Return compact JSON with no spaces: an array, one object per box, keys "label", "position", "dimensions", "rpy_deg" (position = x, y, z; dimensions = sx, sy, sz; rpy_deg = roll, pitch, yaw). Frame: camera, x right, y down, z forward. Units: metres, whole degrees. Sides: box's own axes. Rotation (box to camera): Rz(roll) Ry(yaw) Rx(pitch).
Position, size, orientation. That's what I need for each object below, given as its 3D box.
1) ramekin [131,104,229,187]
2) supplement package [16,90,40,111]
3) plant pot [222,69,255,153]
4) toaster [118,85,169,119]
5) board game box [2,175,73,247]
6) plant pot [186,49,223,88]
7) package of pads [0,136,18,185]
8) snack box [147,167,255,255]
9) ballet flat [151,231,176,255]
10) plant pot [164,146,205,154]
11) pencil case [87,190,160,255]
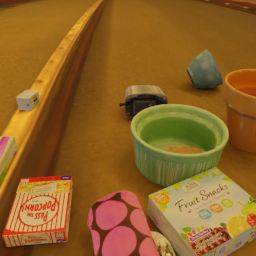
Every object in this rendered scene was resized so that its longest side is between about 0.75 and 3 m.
[{"label":"ramekin","position":[1.448,0.505,8.345],"dimensions":[2.762,1.349,2.762],"rpy_deg":[0,32,0]},{"label":"supplement package","position":[-4.147,-1.158,11.692],"dimensions":[0.578,0.582,0.767],"rpy_deg":[8,33,13]},{"label":"plant pot","position":[4.203,-0.475,9.134],"dimensions":[2.370,2.170,2.370],"rpy_deg":[-1,33,0]},{"label":"toaster","position":[0.579,-1.039,11.056],"dimensions":[1.948,1.107,1.258],"rpy_deg":[-2,29,-3]},{"label":"board game box","position":[-2.115,1.966,6.905],"dimensions":[1.366,0.418,1.804],"rpy_deg":[-3,34,-5]},{"label":"plant pot","position":[3.482,-2.595,13.130],"dimensions":[1.204,1.797,1.797],"rpy_deg":[-25,31,11]},{"label":"package of pads","position":[-4.297,0.962,8.302],"dimensions":[1.445,0.638,1.871],"rpy_deg":[-2,32,-3]},{"label":"snack box","position":[1.829,2.008,6.558],"dimensions":[2.168,0.734,1.828],"rpy_deg":[-15,36,-24]},{"label":"ballet flat","position":[0.782,2.644,5.804],"dimensions":[0.517,0.517,1.490],"rpy_deg":[-10,33,-15]},{"label":"plant pot","position":[1.687,0.804,8.256],"dimensions":[1.285,0.177,1.285],"rpy_deg":[0,14,0]},{"label":"pencil case","position":[-0.051,2.546,5.323],"dimensions":[1.343,1.301,2.868],"rpy_deg":[-19,32,-4]}]
